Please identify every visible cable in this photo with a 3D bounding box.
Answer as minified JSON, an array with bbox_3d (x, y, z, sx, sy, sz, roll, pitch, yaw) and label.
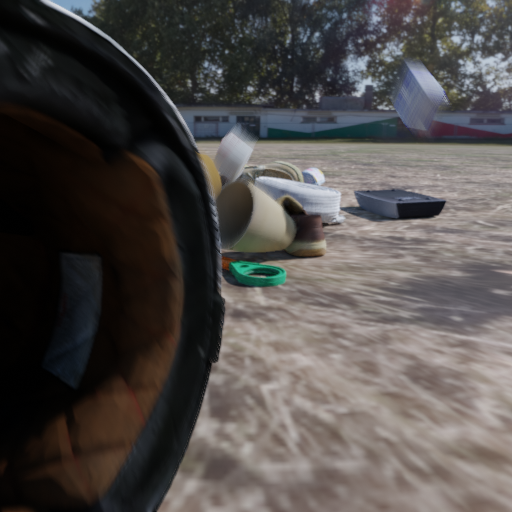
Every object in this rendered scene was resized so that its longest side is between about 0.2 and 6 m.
[{"bbox_3d":[0.820,-1.186,11.628,1.882,0.652,1.883,19,14,29],"label":"cable"}]

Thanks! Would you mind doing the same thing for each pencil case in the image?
[{"bbox_3d":[1.580,-2.223,16.608,0.744,0.682,1.640,-3,12,14],"label":"pencil case"}]

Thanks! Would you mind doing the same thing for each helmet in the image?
[{"bbox_3d":[-1.940,0.162,2.464,2.924,3.067,3.067,6,15,23],"label":"helmet"}]

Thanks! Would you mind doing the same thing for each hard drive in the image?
[{"bbox_3d":[3.307,-1.248,13.172,1.420,0.446,2.106,-4,14,-15],"label":"hard drive"}]

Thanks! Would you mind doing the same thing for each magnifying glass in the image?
[{"bbox_3d":[-0.223,0.185,8.028,0.649,0.183,1.630,-12,20,-38],"label":"magnifying glass"}]

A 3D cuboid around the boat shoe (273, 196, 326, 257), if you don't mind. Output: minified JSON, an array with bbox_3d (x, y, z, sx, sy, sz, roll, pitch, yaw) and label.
[{"bbox_3d":[0.564,-0.649,9.835,0.847,0.845,2.347,-5,16,-15],"label":"boat shoe"}]

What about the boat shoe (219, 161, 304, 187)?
[{"bbox_3d":[0.002,-1.988,15.208,2.857,1.031,0.928,11,28,41],"label":"boat shoe"}]

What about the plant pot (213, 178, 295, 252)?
[{"bbox_3d":[0.022,-0.486,8.570,1.149,1.077,1.077,19,-1,-40],"label":"plant pot"}]

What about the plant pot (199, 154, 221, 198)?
[{"bbox_3d":[-1.501,-1.079,9.190,1.693,1.578,1.578,-22,23,-26],"label":"plant pot"}]

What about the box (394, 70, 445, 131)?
[{"bbox_3d":[2.640,-2.540,9.126,0.391,0.685,0.745,5,41,-14],"label":"box"}]

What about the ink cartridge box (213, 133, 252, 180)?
[{"bbox_3d":[-0.474,-1.920,10.951,0.561,0.773,0.322,39,54,4],"label":"ink cartridge box"}]
